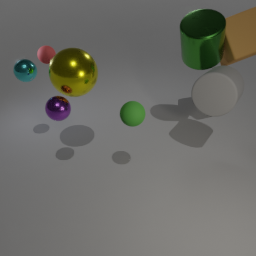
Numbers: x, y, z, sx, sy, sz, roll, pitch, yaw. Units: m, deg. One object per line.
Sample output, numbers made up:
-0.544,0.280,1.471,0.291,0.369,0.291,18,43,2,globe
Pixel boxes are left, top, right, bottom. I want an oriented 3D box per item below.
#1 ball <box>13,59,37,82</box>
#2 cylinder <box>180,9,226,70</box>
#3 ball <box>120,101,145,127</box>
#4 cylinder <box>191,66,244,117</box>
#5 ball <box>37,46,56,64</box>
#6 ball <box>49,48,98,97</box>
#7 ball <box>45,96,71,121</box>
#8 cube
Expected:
-3.167,-1.771,8.651,0.700,0.700,0.700,0,32,0,ball
2.444,-2.887,9.214,1.400,1.400,1.400,-6,58,10,cylinder
0.125,-0.385,7.618,0.700,0.700,0.700,0,32,0,ball
2.940,-1.226,9.106,1.400,1.400,1.400,17,27,24,cylinder
-3.178,-2.864,10.959,0.700,0.700,0.700,0,32,0,ball
-1.565,-1.595,8.082,1.400,1.400,1.400,0,32,0,ball
-1.932,-0.541,7.751,0.700,0.700,0.700,0,32,0,ball
3.898,-3.122,9.754,1.400,1.400,1.400,-21,2,1,cube
